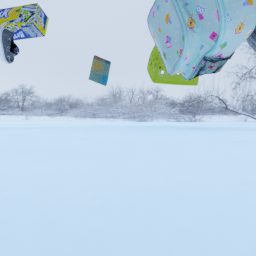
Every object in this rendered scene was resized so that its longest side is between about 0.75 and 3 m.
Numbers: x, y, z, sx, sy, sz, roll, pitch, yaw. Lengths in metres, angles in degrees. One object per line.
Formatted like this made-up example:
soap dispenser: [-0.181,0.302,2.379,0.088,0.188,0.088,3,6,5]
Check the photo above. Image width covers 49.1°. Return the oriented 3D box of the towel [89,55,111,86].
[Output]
towel: [-1.081,-2.222,10.861,0.778,1.061,0.115,17,-17,-28]

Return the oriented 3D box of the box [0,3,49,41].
box: [-4.078,-3.617,9.799,2.435,0.853,0.783,-1,-22,15]

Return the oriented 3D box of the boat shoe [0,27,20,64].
boat shoe: [-3.572,-2.432,8.515,0.512,0.541,1.547,14,-28,-8]

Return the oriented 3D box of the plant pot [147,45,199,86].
plant pot: [1.769,-2.711,10.774,1.796,1.630,1.787,1,30,-6]

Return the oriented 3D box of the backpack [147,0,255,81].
backpack: [1.914,-2.911,7.605,2.204,2.528,2.875,-14,-13,-22]

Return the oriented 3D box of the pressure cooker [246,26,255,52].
pressure cooker: [4.215,-2.370,7.550,1.473,1.674,1.496,5,-45,-27]
